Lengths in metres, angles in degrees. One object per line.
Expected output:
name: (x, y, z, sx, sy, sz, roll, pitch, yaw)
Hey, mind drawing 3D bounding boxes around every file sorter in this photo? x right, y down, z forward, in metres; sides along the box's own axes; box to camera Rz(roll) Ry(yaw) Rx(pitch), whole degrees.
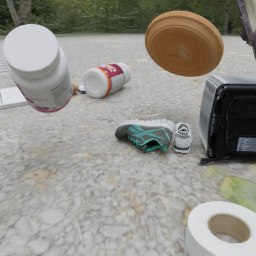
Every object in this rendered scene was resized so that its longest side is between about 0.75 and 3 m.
file sorter: (-5.703, -2.328, 13.954, 1.978, 1.775, 2.850, -15, 28, -29)

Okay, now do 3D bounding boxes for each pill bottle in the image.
pill bottle: (-1.029, -2.655, 14.992, 1.513, 1.513, 2.761, 13, 27, 27)
pill bottle: (-2.329, -1.471, 7.537, 1.468, 1.468, 2.589, -3, -16, -7)

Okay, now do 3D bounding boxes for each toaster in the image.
toaster: (3.423, -0.259, 8.513, 2.697, 2.439, 1.601, 1, 21, 0)

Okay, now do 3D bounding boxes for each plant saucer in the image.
plant saucer: (2.016, -2.951, 10.509, 2.988, 2.988, 0.482, 12, 61, 25)

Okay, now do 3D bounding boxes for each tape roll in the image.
tape roll: (1.899, 2.107, 5.383, 1.556, 0.544, 1.556, 0, 24, 0)

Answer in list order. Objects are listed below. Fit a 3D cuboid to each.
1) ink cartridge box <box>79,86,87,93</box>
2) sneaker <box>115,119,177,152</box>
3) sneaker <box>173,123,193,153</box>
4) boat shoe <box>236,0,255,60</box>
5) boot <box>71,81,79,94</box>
ink cartridge box: (-2.276, -2.166, 15.479, 1.013, 0.220, 1.004, -10, 25, -26)
sneaker: (0.460, 0.304, 9.168, 2.208, 0.856, 1.007, -5, 54, 31)
sneaker: (1.901, 0.139, 9.609, 0.722, 0.761, 1.891, 1, 22, 7)
boat shoe: (3.281, -2.528, 7.237, 0.794, 2.207, 0.715, -23, 12, -41)
boot: (-3.988, -2.197, 14.749, 2.380, 0.861, 1.979, 20, 29, 31)
